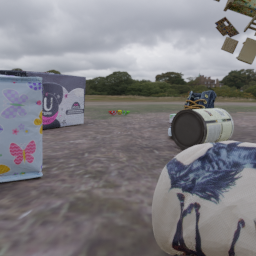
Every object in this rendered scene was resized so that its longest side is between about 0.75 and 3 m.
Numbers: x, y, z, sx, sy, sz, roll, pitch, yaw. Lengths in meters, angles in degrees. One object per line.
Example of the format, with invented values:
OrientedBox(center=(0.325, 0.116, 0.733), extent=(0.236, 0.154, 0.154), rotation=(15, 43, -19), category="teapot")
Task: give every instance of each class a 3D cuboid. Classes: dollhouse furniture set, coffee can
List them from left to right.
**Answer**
OrientedBox(center=(1.638, 0.003, 6.131), extent=(1.174, 0.859, 0.859), rotation=(-5, 8, -42), category="coffee can")
OrientedBox(center=(2.820, -3.019, 7.729), extent=(2.136, 1.889, 1.187), rotation=(22, 13, 5), category="dollhouse furniture set")

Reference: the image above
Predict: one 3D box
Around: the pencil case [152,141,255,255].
OrientedBox(center=(1.073, 0.590, 1.318), extent=(2.099, 0.939, 0.817), rotation=(7, 38, 48), category="pencil case")

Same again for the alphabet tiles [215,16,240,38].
OrientedBox(center=(3.772, -3.838, 10.808), extent=(0.843, 0.038, 1.009), rotation=(44, -2, -10), category="alphabet tiles")

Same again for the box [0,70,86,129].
OrientedBox(center=(-3.038, -1.001, 10.045), extent=(1.693, 1.949, 2.950), rotation=(8, 9, 29), category="box")

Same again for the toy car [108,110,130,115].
OrientedBox(center=(-0.407, -0.884, 16.444), extent=(1.127, 0.267, 1.198), rotation=(5, 9, 32), category="toy car")

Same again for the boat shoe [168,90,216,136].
OrientedBox(center=(1.909, -0.451, 8.149), extent=(1.004, 1.289, 2.839), rotation=(3, 7, 28), category="boat shoe")

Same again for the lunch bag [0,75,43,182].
OrientedBox(center=(-2.041, 0.000, 3.704), extent=(1.687, 1.431, 1.073), rotation=(0, 7, -27), category="lunch bag")

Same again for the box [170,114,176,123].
OrientedBox(center=(2.207, -0.381, 11.623), extent=(0.779, 0.377, 0.688), rotation=(5, 6, 30), category="box")
